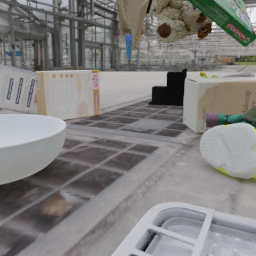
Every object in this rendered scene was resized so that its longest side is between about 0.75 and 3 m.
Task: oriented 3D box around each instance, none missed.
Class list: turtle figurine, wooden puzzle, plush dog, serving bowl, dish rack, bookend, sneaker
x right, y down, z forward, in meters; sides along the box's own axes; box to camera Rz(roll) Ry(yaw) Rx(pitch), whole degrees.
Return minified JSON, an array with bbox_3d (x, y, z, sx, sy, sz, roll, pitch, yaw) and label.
[{"bbox_3d":[2.677,0.004,5.640,2.148,1.081,1.608,-2,12,18],"label":"turtle figurine"},{"bbox_3d":[0.204,-2.446,5.426,0.261,1.506,2.233,-1,-16,-9],"label":"wooden puzzle"},{"bbox_3d":[1.794,-3.387,8.721,1.771,2.062,1.654,-3,-14,11],"label":"plush dog"},{"bbox_3d":[-2.191,0.363,4.489,2.401,0.790,2.401,0,14,0],"label":"serving bowl"},{"bbox_3d":[0.865,1.206,1.738,2.081,0.453,1.786,6,14,25],"label":"dish rack"},{"bbox_3d":[1.653,-1.716,11.653,1.488,1.478,0.685,3,15,18],"label":"bookend"},{"bbox_3d":[2.329,0.486,4.446,1.185,0.855,2.257,16,-4,-44],"label":"sneaker"}]

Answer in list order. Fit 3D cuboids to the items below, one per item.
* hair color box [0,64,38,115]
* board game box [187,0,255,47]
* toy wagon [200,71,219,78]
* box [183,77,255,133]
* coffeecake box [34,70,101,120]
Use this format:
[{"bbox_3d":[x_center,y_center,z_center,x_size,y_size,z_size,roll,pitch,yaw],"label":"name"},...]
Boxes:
[{"bbox_3d":[-3.957,-1.314,8.943,2.725,1.363,0.825,11,7,-25],"label":"hair color box"},{"bbox_3d":[1.970,-3.340,6.853,2.742,0.399,1.845,27,45,-24],"label":"board game box"},{"bbox_3d":[4.187,-1.773,12.141,2.620,0.518,2.033,33,15,36],"label":"toy wagon"},{"bbox_3d":[3.043,-0.657,7.516,2.912,1.383,1.132,-3,16,-6],"label":"box"},{"bbox_3d":[-1.860,-1.069,8.904,1.930,1.481,0.705,-11,15,-38],"label":"coffeecake box"}]
